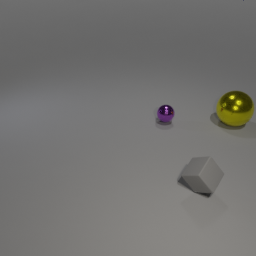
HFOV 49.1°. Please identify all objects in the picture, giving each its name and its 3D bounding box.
[{"bbox_3d":[1.497,-0.580,11.105,0.700,0.700,0.700,0,30,0],"label":"ball"},{"bbox_3d":[2.030,1.272,7.629,0.700,0.700,0.700,-49,17,-28],"label":"cube"},{"bbox_3d":[4.158,-0.756,10.896,1.400,1.400,1.400,0,30,0],"label":"ball"}]
